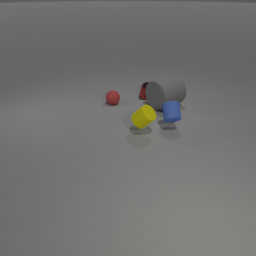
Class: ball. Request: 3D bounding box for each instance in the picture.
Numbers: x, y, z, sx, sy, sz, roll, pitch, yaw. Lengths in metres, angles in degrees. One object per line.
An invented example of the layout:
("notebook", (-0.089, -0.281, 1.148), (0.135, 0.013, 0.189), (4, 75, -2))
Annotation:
("ball", (-0.741, -1.488, 13.708), (0.700, 0.700, 0.700), (0, 28, 0))

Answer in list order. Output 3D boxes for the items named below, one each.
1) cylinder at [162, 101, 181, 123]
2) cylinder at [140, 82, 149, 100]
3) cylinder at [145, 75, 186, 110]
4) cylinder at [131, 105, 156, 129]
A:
("cylinder", (1.745, -0.644, 11.212), (0.700, 0.700, 0.700), (-5, -14, -1))
("cylinder", (0.979, -1.908, 14.414), (0.700, 0.700, 0.700), (3, 34, 6))
("cylinder", (1.781, -1.686, 13.254), (1.400, 1.400, 1.400), (-21, 34, -32))
("cylinder", (0.603, -0.433, 10.783), (0.700, 0.700, 0.700), (-36, 3, 39))
